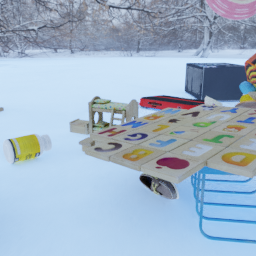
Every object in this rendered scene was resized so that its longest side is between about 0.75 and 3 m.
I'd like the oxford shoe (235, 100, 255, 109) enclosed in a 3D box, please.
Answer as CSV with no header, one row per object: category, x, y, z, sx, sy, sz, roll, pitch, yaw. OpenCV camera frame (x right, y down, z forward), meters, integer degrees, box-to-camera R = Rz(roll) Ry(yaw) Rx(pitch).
oxford shoe,3.451,-0.327,7.479,0.654,0.640,1.795,-14,21,-24

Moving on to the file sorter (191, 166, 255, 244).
file sorter,1.390,0.618,3.707,1.096,0.969,1.580,2,17,7

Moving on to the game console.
game console,1.698,-0.859,9.860,2.203,0.342,1.948,13,15,35

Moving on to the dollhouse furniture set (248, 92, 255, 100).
dollhouse furniture set,4.998,-1.212,7.529,2.428,2.454,1.264,34,7,-24

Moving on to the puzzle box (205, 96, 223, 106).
puzzle box,2.825,-0.766,9.218,0.619,0.118,0.930,27,26,4

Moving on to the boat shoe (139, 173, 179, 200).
boat shoe,0.442,0.847,4.127,0.255,0.307,0.856,-11,16,-20

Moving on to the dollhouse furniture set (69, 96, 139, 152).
dollhouse furniture set,-0.842,-0.150,6.256,1.727,0.960,1.528,8,18,24

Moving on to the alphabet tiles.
alphabet tiles,0.920,0.025,3.863,2.311,0.088,2.777,11,23,44

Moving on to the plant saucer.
plant saucer,2.570,-3.321,6.635,1.498,1.498,0.380,-1,-13,-3

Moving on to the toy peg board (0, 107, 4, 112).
toy peg board,-4.822,-0.727,8.842,1.187,0.580,1.182,3,17,10

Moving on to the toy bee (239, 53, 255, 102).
toy bee,4.418,-1.196,8.770,2.720,1.781,1.479,11,32,-53

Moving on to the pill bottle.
pill bottle,-1.924,0.366,5.406,0.830,0.465,0.465,-14,22,-39

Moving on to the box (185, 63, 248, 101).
box,3.600,-1.985,11.675,1.867,1.347,2.516,-1,17,-4
